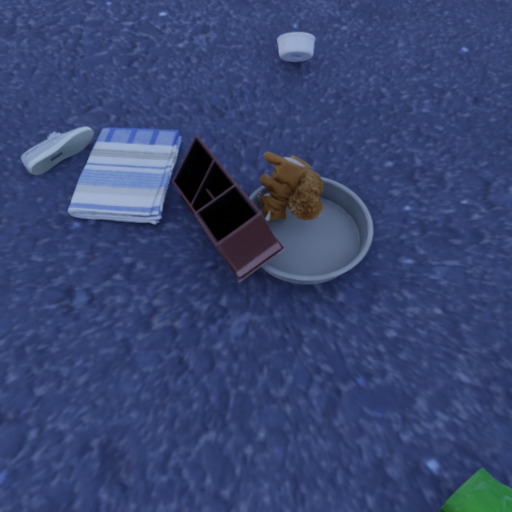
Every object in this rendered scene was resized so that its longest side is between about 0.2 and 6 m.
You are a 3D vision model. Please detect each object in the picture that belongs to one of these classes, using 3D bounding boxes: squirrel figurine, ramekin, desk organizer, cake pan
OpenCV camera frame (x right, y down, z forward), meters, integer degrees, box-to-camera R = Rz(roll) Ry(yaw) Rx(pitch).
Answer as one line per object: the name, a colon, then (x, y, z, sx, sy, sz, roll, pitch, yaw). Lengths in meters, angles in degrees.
squirrel figurine: (0.609, -1.117, 10.370, 1.307, 1.220, 0.925, 35, 23, 25)
ramekin: (0.958, -4.992, 13.440, 0.901, 0.901, 0.439, -1, 92, -1)
desk organizer: (-0.693, -0.935, 10.036, 0.981, 1.054, 2.737, -35, 50, -2)
cake pan: (0.911, -0.469, 10.481, 2.476, 0.454, 2.476, 0, 54, 0)

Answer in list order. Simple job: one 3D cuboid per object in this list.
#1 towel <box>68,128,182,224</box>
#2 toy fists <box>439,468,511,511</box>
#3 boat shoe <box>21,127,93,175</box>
towel: (-2.608, -1.700, 11.476, 1.873, 0.303, 2.550, 4, 53, 5)
toy fists: (2.679, 3.869, 7.221, 2.229, 0.767, 1.136, -32, 53, -19)
boat shoe: (-4.187, -2.324, 11.735, 1.581, 0.551, 0.563, -39, 72, -21)
